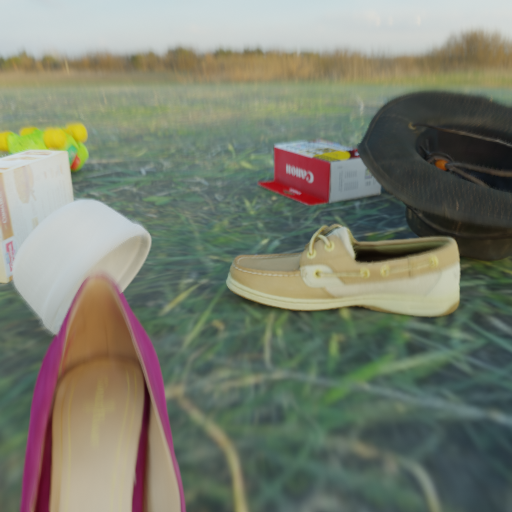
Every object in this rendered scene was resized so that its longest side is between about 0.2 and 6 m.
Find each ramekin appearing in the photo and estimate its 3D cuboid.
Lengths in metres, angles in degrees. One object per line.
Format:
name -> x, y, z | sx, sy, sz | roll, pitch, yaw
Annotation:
ramekin -> -1.790, 0.066, 5.685 | 0.713, 1.359, 1.359 | 39, 30, 7

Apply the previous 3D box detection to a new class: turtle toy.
turtle toy -> -4.614, -2.346, 12.664 | 1.635, 1.134, 2.244 | 0, 19, 16

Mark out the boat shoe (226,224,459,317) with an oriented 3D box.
boat shoe -> 0.984, 0.087, 6.494 | 2.673, 0.887, 0.989 | 2, 21, 5

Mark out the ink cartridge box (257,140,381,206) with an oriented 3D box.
ink cartridge box -> 1.244, -1.751, 11.506 | 1.781, 0.850, 2.028 | -13, 25, -29

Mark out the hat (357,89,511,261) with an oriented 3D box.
hat -> 3.263, -0.960, 8.118 | 3.957, 1.596, 3.957 | 0, 38, 0

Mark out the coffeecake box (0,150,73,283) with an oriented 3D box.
coffeecake box -> -3.252, -0.615, 7.688 | 0.658, 1.383, 1.802 | 4, 21, 11

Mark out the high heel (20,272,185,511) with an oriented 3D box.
high heel -> -0.773, 1.243, 2.603 | 1.014, 1.446, 3.007 | -7, 21, -18
